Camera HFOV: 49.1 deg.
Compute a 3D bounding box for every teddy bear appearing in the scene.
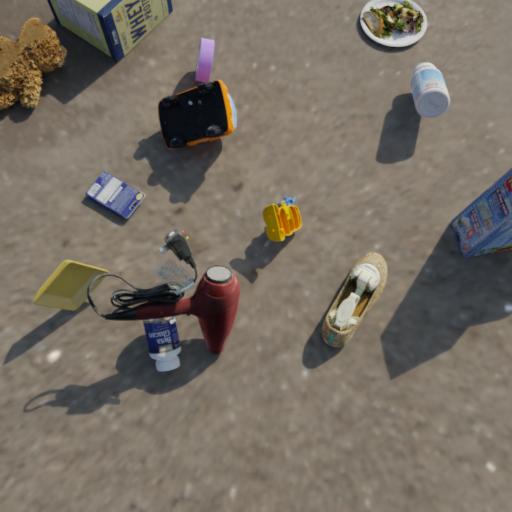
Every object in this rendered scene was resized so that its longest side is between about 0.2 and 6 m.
[{"bbox_3d":[-4.853,-3.616,11.165,1.691,0.779,2.332,26,78,18],"label":"teddy bear"}]

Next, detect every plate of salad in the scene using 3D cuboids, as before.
[{"bbox_3d":[2.925,-5.033,11.860,1.411,0.339,1.411,0,67,0],"label":"plate of salad"}]

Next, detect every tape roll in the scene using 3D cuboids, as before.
[{"bbox_3d":[-1.020,-3.859,11.075,0.266,0.811,0.811,6,68,-10],"label":"tape roll"}]

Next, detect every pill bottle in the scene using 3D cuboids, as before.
[{"bbox_3d":[3.293,-3.196,10.709,0.623,0.623,1.145,4,48,1],"label":"pill bottle"},{"bbox_3d":[-1.507,1.367,9.071,0.514,0.514,0.926,-11,96,-4],"label":"pill bottle"}]

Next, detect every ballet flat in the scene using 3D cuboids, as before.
[{"bbox_3d":[1.714,0.664,9.416,0.670,0.621,1.901,24,69,14],"label":"ballet flat"}]

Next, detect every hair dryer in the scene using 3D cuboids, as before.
[{"bbox_3d":[-1.159,0.703,8.666,1.872,2.458,0.668,-31,34,17],"label":"hair dryer"}]

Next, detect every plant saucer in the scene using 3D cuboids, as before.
[{"bbox_3d":[-3.036,0.442,9.127,0.948,0.948,0.230,-46,63,10],"label":"plant saucer"}]

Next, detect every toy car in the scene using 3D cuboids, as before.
[{"bbox_3d":[-0.477,-1.651,10.423,1.148,1.693,3.451,-20,83,-54],"label":"toy car"}]

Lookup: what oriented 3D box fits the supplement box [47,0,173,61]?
[{"bbox_3d":[-3.038,-5.388,11.516,1.820,1.223,1.822,35,72,13],"label":"supplement box"}]

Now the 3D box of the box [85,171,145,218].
[{"bbox_3d":[-2.595,-1.110,10.381,0.981,0.159,0.594,30,72,13],"label":"box"}]

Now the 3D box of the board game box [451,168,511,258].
[{"bbox_3d":[4.876,-0.999,9.024,2.591,2.590,0.799,-10,68,-3],"label":"board game box"}]
